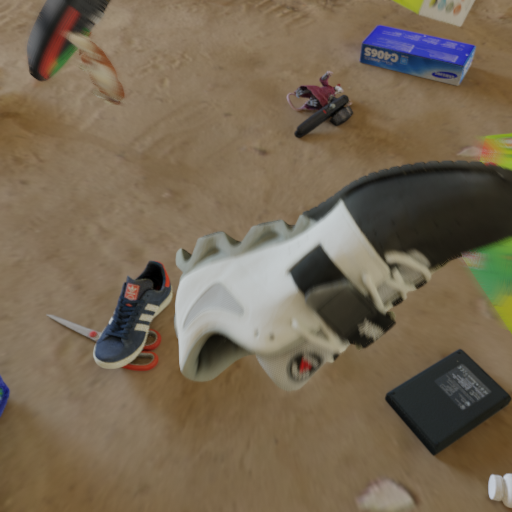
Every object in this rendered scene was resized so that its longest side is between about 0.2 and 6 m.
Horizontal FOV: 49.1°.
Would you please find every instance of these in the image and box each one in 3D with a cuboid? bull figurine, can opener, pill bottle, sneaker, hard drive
[{"bbox_3d":[-1.824,-2.149,6.440,0.299,0.917,0.557,-28,26,11],"label":"bull figurine"},{"bbox_3d":[1.333,-2.775,11.135,1.415,0.449,0.556,-32,74,-22],"label":"can opener"},{"bbox_3d":[2.903,2.591,6.125,0.628,0.349,0.349,8,47,8],"label":"pill bottle"},{"bbox_3d":[0.664,0.367,4.772,3.419,1.267,1.513,-20,53,35],"label":"sneaker"},{"bbox_3d":[2.385,1.785,6.988,1.275,0.210,0.890,-24,51,-21],"label":"hard drive"},{"bbox_3d":[-1.685,0.713,7.554,0.641,0.723,1.711,11,41,12],"label":"sneaker"}]

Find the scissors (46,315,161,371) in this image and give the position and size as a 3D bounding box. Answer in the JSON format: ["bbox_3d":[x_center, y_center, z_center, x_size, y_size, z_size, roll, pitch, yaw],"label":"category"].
[{"bbox_3d":[-2.164,1.158,7.648,1.827,0.127,0.668,9,47,8],"label":"scissors"}]

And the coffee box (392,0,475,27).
[{"bbox_3d":[2.825,-4.485,8.916,1.114,1.125,1.126,-3,40,-34],"label":"coffee box"}]

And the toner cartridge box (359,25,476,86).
[{"bbox_3d":[3.708,-4.661,12.946,2.359,0.509,1.121,22,51,20],"label":"toner cartridge box"}]

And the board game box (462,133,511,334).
[{"bbox_3d":[2.879,0.260,5.029,0.723,1.542,3.035,-6,39,-3],"label":"board game box"}]

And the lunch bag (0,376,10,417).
[{"bbox_3d":[-4.011,1.958,6.031,1.834,1.375,2.157,1,37,1],"label":"lunch bag"}]

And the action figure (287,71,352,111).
[{"bbox_3d":[1.404,-3.333,11.771,1.202,0.895,0.805,-30,96,-41],"label":"action figure"}]

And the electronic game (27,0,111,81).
[{"bbox_3d":[-2.258,-3.357,7.444,0.505,2.428,2.428,35,44,-19],"label":"electronic game"}]
